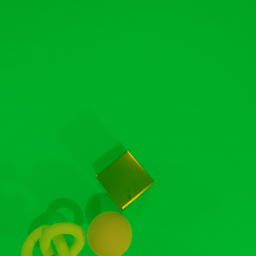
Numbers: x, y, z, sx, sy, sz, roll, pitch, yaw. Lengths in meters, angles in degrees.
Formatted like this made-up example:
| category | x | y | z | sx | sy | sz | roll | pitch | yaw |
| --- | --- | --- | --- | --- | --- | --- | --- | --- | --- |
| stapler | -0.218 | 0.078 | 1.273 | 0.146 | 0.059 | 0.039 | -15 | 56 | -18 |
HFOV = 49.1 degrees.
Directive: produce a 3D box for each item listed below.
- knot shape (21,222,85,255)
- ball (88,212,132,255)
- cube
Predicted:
| category | x | y | z | sx | sy | sz | roll | pitch | yaw |
| --- | --- | --- | --- | --- | --- | --- | --- | --- | --- |
| knot shape | -1.371 | 2.339 | 5.472 | 1.314 | 0.607 | 1.230 | 38 | 103 | 13 |
| ball | -0.358 | 2.091 | 5.501 | 0.862 | 0.862 | 0.862 | 0 | 72 | 0 |
| cube | -0.064 | 1.187 | 6.212 | 0.903 | 0.903 | 0.903 | -38 | 76 | -11 |
